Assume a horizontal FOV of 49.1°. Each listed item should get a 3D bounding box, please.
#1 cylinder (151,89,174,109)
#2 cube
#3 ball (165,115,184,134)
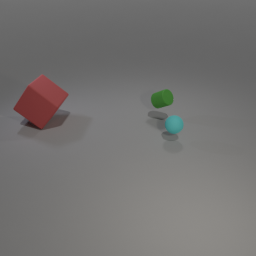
[{"bbox_3d":[1.461,-1.240,11.965,0.700,0.700,0.700,-28,10,-40],"label":"cylinder"},{"bbox_3d":[-3.600,-1.111,11.716,1.400,1.400,1.400,37,27,-12],"label":"cube"},{"bbox_3d":[1.749,-0.129,10.606,0.700,0.700,0.700,0,29,0],"label":"ball"}]
